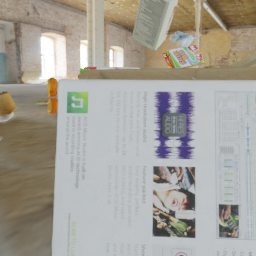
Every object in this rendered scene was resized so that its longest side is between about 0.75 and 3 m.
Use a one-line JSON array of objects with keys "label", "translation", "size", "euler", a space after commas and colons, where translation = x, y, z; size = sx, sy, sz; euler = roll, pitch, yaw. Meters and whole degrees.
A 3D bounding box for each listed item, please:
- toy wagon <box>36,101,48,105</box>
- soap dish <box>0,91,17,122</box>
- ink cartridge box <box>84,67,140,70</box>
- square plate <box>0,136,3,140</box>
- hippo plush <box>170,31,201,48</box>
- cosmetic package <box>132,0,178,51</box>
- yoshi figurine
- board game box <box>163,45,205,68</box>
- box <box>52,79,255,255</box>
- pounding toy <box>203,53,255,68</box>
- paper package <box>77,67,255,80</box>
[{"label": "toy wagon", "translation": [-4.084, -1.192, 13.333], "size": [0.597, 0.152, 0.769], "euler": [-4, 12, -20]}, {"label": "soap dish", "translation": [-4.705, -0.675, 8.772], "size": [2.084, 0.847, 1.640], "euler": [-3, 11, -13]}, {"label": "ink cartridge box", "translation": [-0.669, -1.726, 11.900], "size": [2.349, 1.734, 1.006], "euler": [-1, 12, -1]}, {"label": "square plate", "translation": [-4.049, 0.415, 4.230], "size": [2.891, 0.415, 2.919], "euler": [6, 12, 26]}, {"label": "hippo plush", "translation": [1.974, -3.014, 10.211], "size": [1.026, 0.825, 0.817], "euler": [-23, 45, -19]}, {"label": "cosmetic package", "translation": [0.838, -3.455, 8.615], "size": [0.961, 1.859, 0.811], "euler": [34, 60, 9]}, {"label": "yoshi figurine", "translation": [-1.367, -1.231, 10.238], "size": [2.989, 1.680, 1.674], "euler": [-1, 26, -21]}, {"label": "board game box", "translation": [1.627, -2.032, 8.115], "size": [1.279, 0.611, 0.192], "euler": [-19, -11, -26]}, {"label": "box", "translation": [0.525, 0.416, 1.630], "size": [1.897, 1.369, 0.345], "euler": [1, -5, 5]}, {"label": "pounding toy", "translation": [2.452, -1.003, 7.476], "size": [2.558, 1.975, 2.778], "euler": [5, 12, 25]}, {"label": "paper package", "translation": [1.262, -0.015, 3.622], "size": [2.746, 1.490, 2.881], "euler": [7, 12, 31]}]
